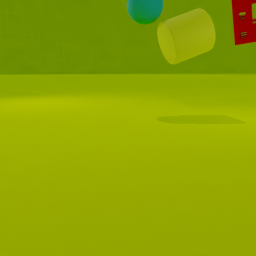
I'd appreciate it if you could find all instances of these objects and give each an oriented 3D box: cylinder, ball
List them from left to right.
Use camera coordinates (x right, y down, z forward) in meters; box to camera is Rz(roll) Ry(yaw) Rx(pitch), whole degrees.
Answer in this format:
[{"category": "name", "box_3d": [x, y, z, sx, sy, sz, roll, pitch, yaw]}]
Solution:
[{"category": "ball", "box_3d": [0.548, -3.956, 9.026, 1.164, 1.164, 1.164, 0, 12, 0]}, {"category": "cylinder", "box_3d": [1.811, -2.883, 8.861, 1.353, 1.353, 1.353, -23, 15, -7]}]

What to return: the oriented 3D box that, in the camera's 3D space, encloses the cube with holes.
[{"category": "cube with holes", "box_3d": [1.802, -1.598, 3.786, 0.709, 0.709, 0.709, -3, 24, 24]}]
